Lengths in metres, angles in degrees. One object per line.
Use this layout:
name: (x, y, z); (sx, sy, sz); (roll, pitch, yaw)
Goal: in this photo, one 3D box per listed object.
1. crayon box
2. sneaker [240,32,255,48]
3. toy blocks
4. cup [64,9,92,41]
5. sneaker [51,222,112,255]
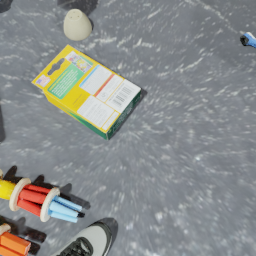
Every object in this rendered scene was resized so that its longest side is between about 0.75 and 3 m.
crayon box: (-1.130, -1.029, 7.816); (2.551, 0.658, 1.604); (34, 72, 12)
sneaker: (3.792, -2.615, 8.639); (0.429, 0.296, 0.772); (-29, 67, -17)
toy blocks: (-2.422, 2.161, 6.442); (2.316, 0.841, 1.930); (17, 69, 7)
cup: (-1.610, -3.292, 8.735); (0.897, 0.641, 0.897); (0, 69, 0)
sneaker: (-1.286, 2.963, 6.094); (2.290, 0.908, 0.846); (-38, 71, -15)
